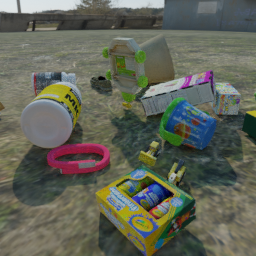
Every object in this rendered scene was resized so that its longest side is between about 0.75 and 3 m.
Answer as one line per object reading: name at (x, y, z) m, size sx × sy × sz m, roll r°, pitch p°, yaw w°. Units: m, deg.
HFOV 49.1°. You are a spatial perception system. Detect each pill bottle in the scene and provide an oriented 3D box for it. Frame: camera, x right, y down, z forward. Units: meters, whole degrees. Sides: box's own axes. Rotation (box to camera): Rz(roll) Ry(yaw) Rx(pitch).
pill bottle at (-3.611, -2.167, 13.816) m, size 2.042 × 1.163 × 1.163 m, roll -4°, pitch 25°, yaw -9°
pill bottle at (-2.512, -0.622, 9.827) m, size 1.618 × 1.618 × 2.831 m, roll 0°, pitch 25°, yaw 0°

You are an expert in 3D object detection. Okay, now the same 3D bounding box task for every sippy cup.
sippy cup at (1.982, -0.053, 8.993) m, size 1.417 × 1.518 × 1.933 m, roll 27°, pitch 73°, yaw 27°

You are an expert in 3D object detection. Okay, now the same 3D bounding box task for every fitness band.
fitness band at (-1.426, 0.862, 8.180) m, size 1.795 × 0.336 × 1.289 m, roll -2°, pitch 22°, yaw -6°

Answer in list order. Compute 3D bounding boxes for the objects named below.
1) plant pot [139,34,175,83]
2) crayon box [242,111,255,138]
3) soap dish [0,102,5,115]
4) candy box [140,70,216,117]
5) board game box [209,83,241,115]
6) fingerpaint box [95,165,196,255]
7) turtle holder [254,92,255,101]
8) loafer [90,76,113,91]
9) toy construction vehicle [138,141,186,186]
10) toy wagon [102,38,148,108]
plant pot at (0.892, -3.551, 15.718) m, size 2.773 × 2.597 × 2.597 m, roll -17°, pitch 24°, yaw 4°
crayon box at (5.769, 0.072, 9.260) m, size 2.810 × 0.819 × 2.425 m, roll -8°, pitch 27°, yaw -19°
soap dish at (-6.257, -0.644, 10.689) m, size 1.839 × 0.949 × 2.337 m, roll 6°, pitch 24°, yaw 14°
candy box at (2.121, -1.436, 11.540) m, size 2.812 × 0.858 × 1.917 m, roll -11°, pitch 19°, yaw 23°
board game box at (4.139, -1.309, 12.203) m, size 0.898 × 0.915 × 1.744 m, roll 1°, pitch 25°, yaw 3°
fingerpaint box at (0.344, 1.619, 5.887) m, size 1.373 × 0.603 × 1.645 m, roll -27°, pitch 34°, yaw -28°
turtle holder at (6.298, -1.442, 12.495) m, size 1.289 × 0.916 × 0.980 m, roll 10°, pitch 27°, yaw 20°
loafer at (-1.445, -2.556, 15.262) m, size 0.708 × 0.656 × 1.884 m, roll -18°, pitch 30°, yaw -34°
toy construction vehicle at (0.784, 1.027, 7.186) m, size 1.285 × 0.520 × 1.476 m, roll 26°, pitch 49°, yaw 19°
toy wagon at (-0.076, -2.254, 11.728) m, size 0.571 × 2.888 × 2.241 m, roll -27°, pitch 33°, yaw -33°
